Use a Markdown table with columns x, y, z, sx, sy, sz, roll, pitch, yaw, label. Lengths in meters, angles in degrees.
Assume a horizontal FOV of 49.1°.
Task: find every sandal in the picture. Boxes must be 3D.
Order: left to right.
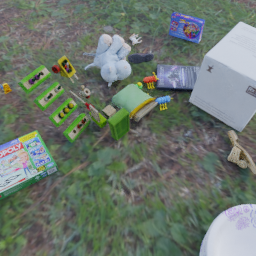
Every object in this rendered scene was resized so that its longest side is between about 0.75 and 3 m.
| x | y | z | sx | sy | sz | roll | pitch | yaw | label |
| --- | --- | --- | --- | --- | --- | --- | --- | --- | --- |
| 3.405 | 0.836 | 8.872 | 0.584 | 0.651 | 1.775 | -21 | 43 | 8 | sandal |

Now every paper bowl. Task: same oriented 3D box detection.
| x | y | z | sx | sy | sz | roll | pitch | yaw | label |
| --- | --- | --- | --- | --- | --- | --- | --- | --- | --- |
| 2.892 | 3.132 | 6.292 | 2.508 | 1.304 | 2.508 | 0 | 49 | 0 | paper bowl |

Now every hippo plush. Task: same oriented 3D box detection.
| x | y | z | sx | sy | sz | roll | pitch | yaw | label |
| --- | --- | --- | --- | --- | --- | --- | --- | --- | --- |
| -0.696 | -2.675 | 11.149 | 1.991 | 1.586 | 1.600 | -11 | 49 | -10 | hippo plush |

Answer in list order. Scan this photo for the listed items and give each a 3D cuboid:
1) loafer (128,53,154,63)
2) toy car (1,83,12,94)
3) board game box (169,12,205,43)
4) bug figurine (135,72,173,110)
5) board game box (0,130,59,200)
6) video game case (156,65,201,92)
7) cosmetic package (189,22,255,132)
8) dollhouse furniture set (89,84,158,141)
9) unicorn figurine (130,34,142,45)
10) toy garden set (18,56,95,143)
| x | y | z | sx | sy | sz | roll | pitch | yaw | label |
| --- | --- | --- | --- | --- | --- | --- | --- | --- | --- |
| 0.540 | -3.115 | 12.372 | 1.178 | 0.424 | 0.371 | -8 | 30 | -14 | loafer |
| -5.493 | -1.588 | 10.892 | 1.656 | 0.551 | 0.812 | -21 | 53 | -17 | toy car |
| 2.769 | -4.769 | 13.316 | 1.549 | 1.041 | 0.347 | 24 | 53 | 19 | board game box |
| 0.804 | -1.400 | 10.766 | 1.412 | 0.469 | 1.821 | -16 | 52 | -13 | bug figurine |
| -3.648 | 1.212 | 8.590 | 2.513 | 0.366 | 1.691 | -26 | 55 | -21 | board game box |
| 2.229 | -2.055 | 11.533 | 2.098 | 0.199 | 1.499 | 3 | 49 | 4 | video game case |
| 3.956 | -1.824 | 9.846 | 2.210 | 2.213 | 2.682 | 35 | 59 | 20 | cosmetic package |
| -0.128 | -0.858 | 9.583 | 2.152 | 1.080 | 1.410 | -40 | 64 | -19 | dollhouse furniture set |
| 0.348 | -4.179 | 13.333 | 0.587 | 0.315 | 0.854 | -28 | 40 | -10 | unicorn figurine |
| -2.027 | -1.128 | 9.443 | 0.500 | 2.504 | 2.087 | -22 | 24 | 43 | toy garden set |
